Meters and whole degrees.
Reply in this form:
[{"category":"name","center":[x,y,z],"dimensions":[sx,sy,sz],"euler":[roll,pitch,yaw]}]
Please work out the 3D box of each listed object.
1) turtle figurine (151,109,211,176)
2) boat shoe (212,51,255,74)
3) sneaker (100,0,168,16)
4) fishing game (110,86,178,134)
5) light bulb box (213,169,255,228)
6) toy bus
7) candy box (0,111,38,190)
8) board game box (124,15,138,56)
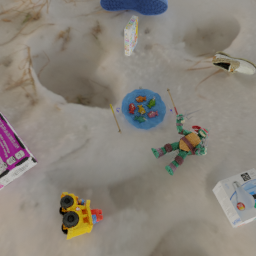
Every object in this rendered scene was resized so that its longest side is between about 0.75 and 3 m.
[{"category":"turtle figurine","center":[1.730,0.421,8.071],"dimensions":[1.961,0.987,1.468],"euler":[-38,48,-3]},{"category":"boat shoe","center":[3.750,-2.203,9.974],"dimensions":[1.546,0.578,0.529],"euler":[26,67,24]},{"category":"sneaker","center":[0.292,-5.511,11.719],"dimensions":[2.873,1.008,1.119],"euler":[9,66,7]},{"category":"fishing game","center":[0.518,-0.674,8.966],"dimensions":[2.098,0.326,1.502],"euler":[-13,69,-8]},{"category":"light bulb box","center":[3.044,1.837,7.346],"dimensions":[1.110,0.699,1.120],"euler":[-18,60,-11]},{"category":"toy bus","center":[-1.208,2.172,7.188],"dimensions":[1.040,0.735,1.084],"euler":[-6,55,-19]},{"category":"candy box","center":[-4.144,0.962,7.394],"dimensions":[2.775,0.846,1.892],"euler":[-38,75,-15]},{"category":"board game box","center":[0.118,-3.368,10.285],"dimensions":[0.204,1.191,0.801],"euler":[19,61,12]}]
